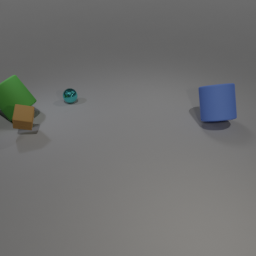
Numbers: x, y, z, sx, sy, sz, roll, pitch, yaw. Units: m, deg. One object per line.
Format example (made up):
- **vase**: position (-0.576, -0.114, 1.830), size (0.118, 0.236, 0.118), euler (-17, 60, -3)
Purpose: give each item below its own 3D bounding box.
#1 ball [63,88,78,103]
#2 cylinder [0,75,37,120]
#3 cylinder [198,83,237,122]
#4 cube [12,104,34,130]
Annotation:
- **ball**: position (-2.757, -1.541, 13.343), size (0.700, 0.700, 0.700), euler (0, 32, 0)
- **cylinder**: position (-4.858, -1.274, 11.808), size (1.400, 1.400, 1.400), euler (-33, 17, 12)
- **cylinder**: position (3.623, -1.032, 11.347), size (1.400, 1.400, 1.400), euler (-6, 5, 0)
- **cube**: position (-4.004, -0.402, 10.748), size (0.700, 0.700, 0.700), euler (7, 60, -16)
